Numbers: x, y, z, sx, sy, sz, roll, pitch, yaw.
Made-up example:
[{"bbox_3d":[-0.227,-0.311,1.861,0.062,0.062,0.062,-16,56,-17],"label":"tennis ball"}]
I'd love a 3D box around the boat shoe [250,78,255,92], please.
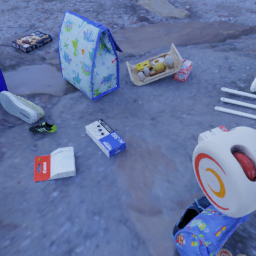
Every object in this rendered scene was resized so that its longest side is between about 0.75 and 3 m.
[{"bbox_3d":[5.437,-1.786,10.765,1.926,0.693,0.660,-23,46,-35],"label":"boat shoe"}]

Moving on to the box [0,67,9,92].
[{"bbox_3d":[-6.162,-1.593,9.914,2.498,1.425,2.717,33,53,31],"label":"box"}]

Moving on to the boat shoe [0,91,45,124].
[{"bbox_3d":[-3.695,-0.733,9.698,1.867,0.672,0.579,32,34,20],"label":"boat shoe"}]

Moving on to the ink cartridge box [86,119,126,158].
[{"bbox_3d":[-0.709,0.291,8.748,0.638,0.300,1.358,-27,50,-25],"label":"ink cartridge box"}]

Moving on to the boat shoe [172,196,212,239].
[{"bbox_3d":[1.635,2.107,6.658,0.618,0.505,1.470,27,47,27],"label":"boat shoe"}]

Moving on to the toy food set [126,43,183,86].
[{"bbox_3d":[1.022,-2.620,11.268,2.097,0.633,1.505,-19,43,6],"label":"toy food set"}]

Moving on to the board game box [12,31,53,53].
[{"bbox_3d":[-4.608,-4.182,13.508,1.071,0.274,1.581,26,49,25],"label":"board game box"}]

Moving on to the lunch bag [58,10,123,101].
[{"bbox_3d":[-1.446,-2.736,10.278,1.658,2.602,2.212,-34,52,-30],"label":"lunch bag"}]

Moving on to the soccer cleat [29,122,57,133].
[{"bbox_3d":[-2.763,-0.028,9.040,0.894,0.362,0.302,-1,43,-2],"label":"soccer cleat"}]

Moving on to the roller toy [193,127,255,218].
[{"bbox_3d":[2.200,0.836,5.569,1.213,1.584,1.736,-20,25,-15],"label":"roller toy"}]

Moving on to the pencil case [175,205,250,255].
[{"bbox_3d":[1.855,2.058,5.891,1.933,0.754,0.840,-21,2,-39],"label":"pencil case"}]

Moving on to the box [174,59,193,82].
[{"bbox_3d":[2.250,-2.343,11.414,0.492,0.471,0.987,17,46,17],"label":"box"}]

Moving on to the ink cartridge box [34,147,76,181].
[{"bbox_3d":[-2.104,1.009,8.007,1.160,0.274,0.928,-7,44,-9],"label":"ink cartridge box"}]

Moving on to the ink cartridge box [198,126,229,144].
[{"bbox_3d":[2.719,0.390,8.578,0.932,0.386,0.684,-18,46,-18],"label":"ink cartridge box"}]

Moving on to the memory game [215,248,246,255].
[{"bbox_3d":[2.012,3.272,5.468,1.879,0.120,1.879,0,42,0],"label":"memory game"}]

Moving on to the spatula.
[{"bbox_3d":[4.384,-0.800,10.039,2.293,0.184,1.595,16,51,17],"label":"spatula"}]
